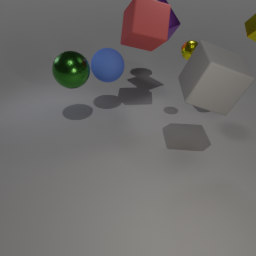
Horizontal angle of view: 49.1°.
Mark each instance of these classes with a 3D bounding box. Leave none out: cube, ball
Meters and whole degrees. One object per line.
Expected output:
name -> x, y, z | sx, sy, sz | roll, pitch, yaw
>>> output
cube -> 1.203, -4.632, 12.555 | 1.400, 1.400, 1.400 | -28, 85, -22
cube -> 4.588, -3.483, 9.694 | 0.700, 0.700, 0.700 | 15, 61, -24
cube -> 2.497, -1.457, 8.206 | 1.400, 1.400, 1.400 | 16, 39, -15
ball -> -2.130, -2.180, 10.528 | 1.400, 1.400, 1.400 | 0, 32, 0
cube -> 0.634, -3.911, 10.668 | 1.400, 1.400, 1.400 | 7, -4, -19
ball -> -0.846, -2.601, 11.627 | 1.400, 1.400, 1.400 | 0, 32, 0
ball -> 2.218, -2.725, 9.857 | 0.700, 0.700, 0.700 | 0, 32, 0
